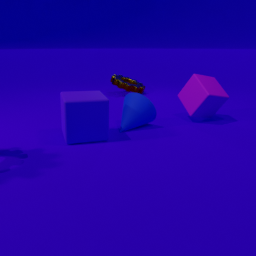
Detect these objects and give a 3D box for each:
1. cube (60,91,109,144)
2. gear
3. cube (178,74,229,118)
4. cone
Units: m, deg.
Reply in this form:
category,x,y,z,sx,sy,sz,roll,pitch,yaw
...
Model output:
category,x,y,z,sx,sy,sz,roll,pitch,yaw
cube,-1.064,-0.296,6.787,1.014,1.014,1.014,-4,20,-17
gear,-0.006,-1.973,12.544,1.564,0.289,1.564,18,21,-7
cube,2.216,-0.933,8.306,0.898,0.898,0.898,2,49,-33
cone,0.067,-0.226,7.549,1.046,1.046,1.050,12,47,34
